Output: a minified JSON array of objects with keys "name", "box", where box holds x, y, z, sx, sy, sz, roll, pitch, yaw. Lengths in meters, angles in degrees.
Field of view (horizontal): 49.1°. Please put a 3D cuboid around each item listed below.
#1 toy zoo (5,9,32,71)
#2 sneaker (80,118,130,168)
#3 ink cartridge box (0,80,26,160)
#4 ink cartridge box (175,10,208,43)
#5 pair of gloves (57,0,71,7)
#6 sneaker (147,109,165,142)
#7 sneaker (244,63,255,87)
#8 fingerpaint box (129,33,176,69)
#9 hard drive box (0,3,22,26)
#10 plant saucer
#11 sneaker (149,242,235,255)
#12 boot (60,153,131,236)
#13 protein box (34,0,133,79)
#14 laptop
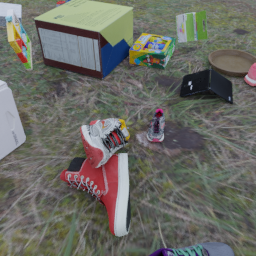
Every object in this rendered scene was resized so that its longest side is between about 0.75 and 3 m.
[{"name":"toy zoo","box":[-2.836,-2.323,7.289,0.155,1.512,0.992,-10,70,-2]},{"name":"sneaker","box":[-0.529,0.194,7.072,1.043,0.989,2.540,-14,15,6]},{"name":"ink cartridge box","box":[-4.449,-0.548,7.810,2.820,2.059,1.189,23,46,25]},{"name":"ink cartridge box","box":[2.136,-3.418,9.491,0.482,0.940,1.272,-12,17,-15]},{"name":"pair of gloves","box":[-2.980,-5.031,13.017,0.303,2.137,2.658,22,37,-3]},{"name":"sneaker","box":[0.851,-0.066,8.471,0.514,0.476,1.276,5,42,6]},{"name":"sneaker","box":[5.451,-1.945,10.330,2.029,0.880,0.748,6,41,5]},{"name":"fingerpaint box","box":[1.086,-3.386,12.141,1.562,0.687,1.873,14,43,16]},{"name":"hard drive box","box":[-3.381,-3.243,8.028,0.631,0.311,0.810,-1,48,-18]},{"name":"plant saucer","box":[4.387,-2.722,11.670,2.081,0.307,2.081,-1,41,1]},{"name":"sneaker","box":[1.027,2.522,5.093,2.247,0.983,0.836,-13,43,-14]},{"name":"boot","box":[-0.782,1.484,6.459,1.673,0.840,2.319,-3,33,-3]},{"name":"protein box","box":[-1.669,-3.815,11.647,2.894,1.952,2.873,18,44,19]},{"name":"laptop","box":[2.908,-1.454,10.372,1.675,0.865,1.485,-12,34,27]}]
